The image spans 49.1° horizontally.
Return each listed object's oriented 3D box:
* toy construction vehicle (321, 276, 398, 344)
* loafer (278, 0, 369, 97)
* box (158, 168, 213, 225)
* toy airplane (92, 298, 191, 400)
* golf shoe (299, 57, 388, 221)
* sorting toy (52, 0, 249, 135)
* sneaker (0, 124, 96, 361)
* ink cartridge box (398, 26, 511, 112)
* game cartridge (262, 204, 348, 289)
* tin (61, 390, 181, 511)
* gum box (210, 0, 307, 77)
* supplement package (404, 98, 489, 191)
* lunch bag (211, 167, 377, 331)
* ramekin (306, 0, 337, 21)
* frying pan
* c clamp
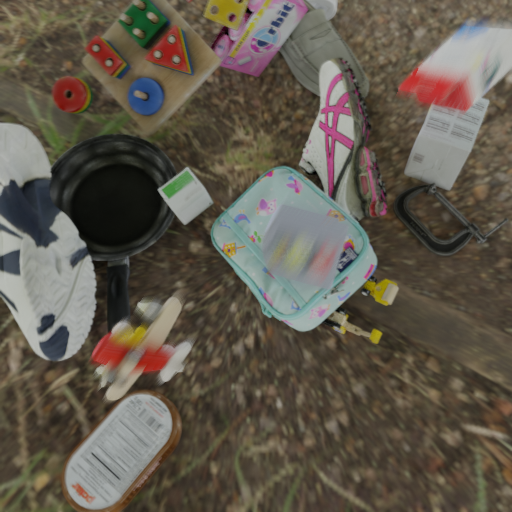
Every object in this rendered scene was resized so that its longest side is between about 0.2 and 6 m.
[{"bbox_3d":[1.356,0.614,8.067,1.196,0.421,1.041,19,72,21],"label":"toy construction vehicle"},{"bbox_3d":[0.944,-3.868,10.042,1.027,1.025,2.936,-34,68,-16],"label":"loafer"},{"bbox_3d":[-1.028,-0.867,8.205,0.562,0.564,0.483,-38,73,-4],"label":"box"},{"bbox_3d":[-1.207,0.966,5.861,1.024,1.020,0.723,-33,56,-27],"label":"toy airplane"},{"bbox_3d":[1.215,-1.854,8.869,1.284,1.012,2.789,-13,71,19],"label":"golf shoe"},{"bbox_3d":[-1.738,-3.336,9.224,3.640,0.616,1.755,-42,89,13],"label":"sorting toy"},{"bbox_3d":[-3.709,0.023,8.005,2.159,1.324,3.318,-19,95,29],"label":"sneaker"},{"bbox_3d":[2.856,-2.578,7.920,1.508,0.507,0.876,-43,40,-10],"label":"ink cartridge box"},{"bbox_3d":[0.530,-0.072,6.529,0.905,1.360,0.278,19,63,10],"label":"game cartridge"},{"bbox_3d":[-1.726,2.501,7.202,0.965,0.361,1.724,34,68,20],"label":"tin"},{"bbox_3d":[-0.007,-3.897,9.686,0.919,1.620,0.536,0,56,-41],"label":"gum box"},{"bbox_3d":[3.039,-1.887,9.009,0.820,1.066,1.115,23,65,11],"label":"supplement package"},{"bbox_3d":[0.483,-0.094,7.945,1.760,0.846,2.195,-41,59,-2],"label":"lunch bag"},{"bbox_3d":[1.190,-4.820,10.715,0.747,0.747,0.364,0,71,0],"label":"ramekin"},{"bbox_3d":[-1.877,-0.334,8.501,2.151,0.579,3.556,-30,73,-10],"label":"frying pan"},{"bbox_3d":[2.982,-0.628,8.890,1.270,0.201,1.487,-41,71,-13],"label":"c clamp"}]
